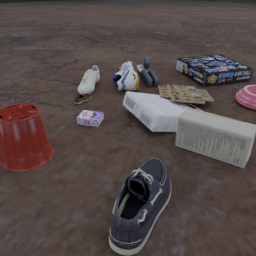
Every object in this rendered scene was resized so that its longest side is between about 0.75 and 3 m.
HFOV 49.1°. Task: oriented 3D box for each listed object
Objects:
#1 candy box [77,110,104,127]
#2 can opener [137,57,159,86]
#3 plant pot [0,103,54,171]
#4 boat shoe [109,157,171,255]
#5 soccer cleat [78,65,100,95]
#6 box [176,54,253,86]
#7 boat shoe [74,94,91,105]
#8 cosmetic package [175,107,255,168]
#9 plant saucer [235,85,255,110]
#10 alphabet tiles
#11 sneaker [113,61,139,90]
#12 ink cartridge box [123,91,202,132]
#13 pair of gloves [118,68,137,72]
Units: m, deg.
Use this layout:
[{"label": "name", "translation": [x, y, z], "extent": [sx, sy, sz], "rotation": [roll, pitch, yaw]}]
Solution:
[{"label": "candy box", "translation": [-1.357, -0.351, 10.119], "extent": [0.794, 0.284, 0.666], "rotation": [7, 31, 11]}, {"label": "can opener", "translation": [0.957, -2.800, 13.855], "extent": [0.656, 0.829, 2.494], "rotation": [-4, 35, -8]}, {"label": "plant pot", "translation": [-3.010, 0.185, 8.027], "extent": [1.530, 1.488, 1.530], "rotation": [0, 31, 0]}, {"label": "boat shoe", "translation": [0.390, 1.435, 6.455], "extent": [1.070, 0.923, 2.944], "rotation": [11, 32, 17]}, {"label": "soccer cleat", "translation": [-1.778, -2.166, 12.664], "extent": [0.743, 0.831, 2.143], "rotation": [5, 31, 8]}, {"label": "box", "translation": [4.305, -3.026, 14.270], "extent": [2.785, 0.692, 2.764], "rotation": [-10, 32, -17]}, {"label": "boat shoe", "translation": [-1.864, -1.261, 11.620], "extent": [0.329, 0.329, 0.890], "rotation": [18, 35, 27]}, {"label": "cosmetic package", "translation": [2.555, 0.242, 8.310], "extent": [2.136, 1.106, 0.781], "rotation": [19, 37, 27]}, {"label": "plant saucer", "translation": [5.440, -1.283, 11.424], "extent": [1.942, 0.492, 1.942], "rotation": [2, 30, -1]}, {"label": "alphabet tiles", "translation": [2.366, -1.459, 11.757], "extent": [2.120, 0.081, 2.548], "rotation": [5, 22, 1]}, {"label": "sneaker", "translation": [-0.214, -2.487, 13.134], "extent": [1.091, 0.931, 2.474], "rotation": [-7, 29, -7]}, {"label": "ink cartridge box", "translation": [1.510, -0.598, 10.471], "extent": [2.765, 0.692, 2.225], "rotation": [4, 25, -32]}, {"label": "pair of gloves", "translation": [-0.036, -3.086, 14.927], "extent": [0.915, 0.127, 1.027], "rotation": [-7, 28, -9]}]
